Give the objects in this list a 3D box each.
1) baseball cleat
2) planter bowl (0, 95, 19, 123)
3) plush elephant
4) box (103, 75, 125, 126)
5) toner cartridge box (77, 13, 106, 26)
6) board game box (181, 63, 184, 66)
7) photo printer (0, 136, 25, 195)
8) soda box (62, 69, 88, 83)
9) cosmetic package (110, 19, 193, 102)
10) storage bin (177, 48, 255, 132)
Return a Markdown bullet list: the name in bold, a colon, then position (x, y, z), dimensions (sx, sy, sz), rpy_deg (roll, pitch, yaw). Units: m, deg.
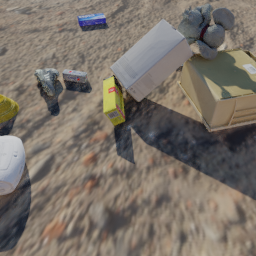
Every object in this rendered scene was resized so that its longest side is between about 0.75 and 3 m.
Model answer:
- **baseball cleat**: position (-3.048, -1.915, 11.014), dimensions (0.955, 0.626, 1.795), rpy_deg (-24, 50, -23)
- **planter bowl**: position (-4.616, -0.800, 9.913), dimensions (1.331, 0.554, 1.331), rpy_deg (0, 44, 0)
- **plush elephant**: position (2.863, -3.545, 10.403), dimensions (1.802, 1.917, 2.328), rpy_deg (39, 13, 8)
- **box**: position (-0.509, -1.026, 9.949), dimensions (0.489, 0.735, 1.952), rpy_deg (-22, 41, 16)
- **toner cartridge box**: position (-2.007, -5.982, 15.438), dimensions (1.467, 0.317, 0.697), rpy_deg (-12, 45, -12)
- **board game box**: position (2.297, -3.035, 12.490), dimensions (0.982, 0.180, 0.743), rpy_deg (-15, 47, -14)
- **photo printer**: position (-4.038, 1.064, 7.818), dimensions (2.205, 0.766, 1.835), rpy_deg (-6, 43, -7)
- **soda box**: position (-2.156, -2.115, 11.423), dimensions (0.992, 0.338, 0.315), rpy_deg (10, 45, 10)
- **cosmetic package**: position (0.833, -2.430, 10.189), dimensions (2.638, 1.119, 1.419), rpy_deg (-39, 56, 9)
- **storage bin**: position (3.704, -1.534, 10.129), dimensions (2.832, 1.337, 2.852), rpy_deg (-10, 44, -11)
